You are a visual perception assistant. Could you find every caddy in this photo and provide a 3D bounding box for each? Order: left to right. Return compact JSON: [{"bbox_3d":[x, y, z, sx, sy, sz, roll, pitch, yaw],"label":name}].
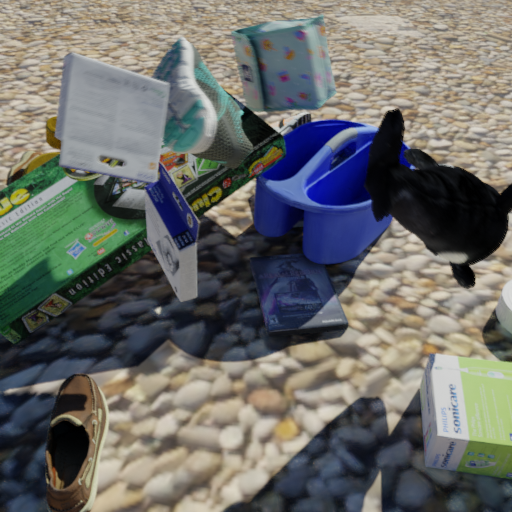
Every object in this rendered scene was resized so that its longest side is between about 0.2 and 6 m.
[{"bbox_3d":[1.451,-1.489,10.610,2.486,1.846,3.517,29,44,24],"label":"caddy"}]

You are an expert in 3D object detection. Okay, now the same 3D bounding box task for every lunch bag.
[{"bbox_3d":[0.429,-3.797,11.236,1.965,1.674,1.198,6,36,32],"label":"lunch bag"}]

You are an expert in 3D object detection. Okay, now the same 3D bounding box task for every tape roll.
[{"bbox_3d":[4.552,0.876,9.078,1.190,0.416,1.190,0,39,0],"label":"tape roll"}]

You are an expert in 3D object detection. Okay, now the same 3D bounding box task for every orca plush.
[{"bbox_3d":[2.579,-0.849,6.798,1.323,3.721,1.957,-25,57,30],"label":"orca plush"}]

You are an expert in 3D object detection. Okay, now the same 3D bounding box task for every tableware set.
[{"bbox_3d":[-5.065,-1.351,10.895,2.655,0.605,3.942,44,67,8],"label":"tableware set"}]

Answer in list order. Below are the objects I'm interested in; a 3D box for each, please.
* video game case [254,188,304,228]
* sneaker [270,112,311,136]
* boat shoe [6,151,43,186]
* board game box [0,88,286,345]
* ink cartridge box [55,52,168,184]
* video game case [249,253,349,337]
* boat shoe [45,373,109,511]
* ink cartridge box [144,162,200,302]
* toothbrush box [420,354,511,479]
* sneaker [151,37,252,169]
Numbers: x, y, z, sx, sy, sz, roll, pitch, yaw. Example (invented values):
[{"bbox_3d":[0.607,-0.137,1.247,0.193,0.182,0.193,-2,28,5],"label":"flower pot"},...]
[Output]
[{"bbox_3d":[0.787,-1.046,11.583,1.494,0.172,1.361,-5,40,-7],"label":"video game case"},{"bbox_3d":[0.548,-2.950,13.395,0.861,0.793,2.151,26,46,30],"label":"sneaker"},{"bbox_3d":[-4.747,-1.667,11.914,0.705,0.723,1.910,1,41,-3],"label":"boat shoe"},{"bbox_3d":[-2.422,-1.134,9.698,5.400,0.634,2.829,-36,58,-12],"label":"board game box"},{"bbox_3d":[-1.748,-1.616,6.810,1.290,1.313,0.284,7,2,-40],"label":"ink cartridge box"},{"bbox_3d":[0.679,0.603,9.565,1.316,0.175,1.843,-4,41,-9],"label":"video game case"},{"bbox_3d":[-2.302,2.243,7.158,0.763,0.764,2.065,-9,41,-10],"label":"boat shoe"},{"bbox_3d":[-0.825,-0.226,5.352,0.201,0.988,0.986,-16,49,-23],"label":"ink cartridge box"},{"bbox_3d":[3.154,2.105,7.307,1.818,0.783,1.324,6,41,6],"label":"toothbrush box"},{"bbox_3d":[-0.863,-2.310,8.737,1.310,1.114,2.872,23,35,-37],"label":"sneaker"}]
